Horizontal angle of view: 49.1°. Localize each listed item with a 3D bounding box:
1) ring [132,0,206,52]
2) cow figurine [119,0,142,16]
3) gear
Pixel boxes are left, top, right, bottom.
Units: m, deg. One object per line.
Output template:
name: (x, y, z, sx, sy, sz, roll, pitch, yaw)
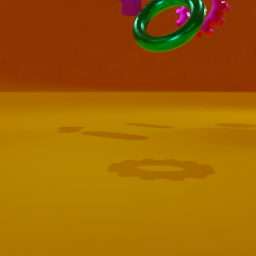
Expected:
ring: (0.875, -2.377, 6.211, 1.675, 1.675, 0.335, 5, -25, 30)
cow figurine: (0.093, -3.314, 7.082, 0.606, 1.104, 1.086, 6, -4, 5)
gear: (2.067, -3.275, 7.842, 1.499, 1.499, 0.277, 7, -2, 42)
